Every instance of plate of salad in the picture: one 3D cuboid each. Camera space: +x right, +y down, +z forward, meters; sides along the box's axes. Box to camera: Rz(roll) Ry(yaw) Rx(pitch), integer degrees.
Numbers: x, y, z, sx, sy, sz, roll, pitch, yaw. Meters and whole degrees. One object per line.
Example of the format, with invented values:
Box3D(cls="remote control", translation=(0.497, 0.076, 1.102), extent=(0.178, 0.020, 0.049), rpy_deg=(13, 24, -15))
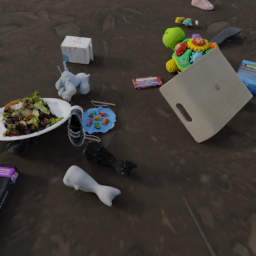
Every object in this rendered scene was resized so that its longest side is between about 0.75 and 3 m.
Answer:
Box3D(cls="plate of salad", translation=(-2.886, -0.432, 7.960), extent=(2.558, 0.614, 2.558), rpy_deg=(-4, 29, 2))

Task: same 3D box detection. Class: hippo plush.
Box3D(cls="hippo plush", translation=(-1.767, -1.465, 9.154), extent=(0.926, 0.918, 1.152), rpy_deg=(-11, 87, -40))

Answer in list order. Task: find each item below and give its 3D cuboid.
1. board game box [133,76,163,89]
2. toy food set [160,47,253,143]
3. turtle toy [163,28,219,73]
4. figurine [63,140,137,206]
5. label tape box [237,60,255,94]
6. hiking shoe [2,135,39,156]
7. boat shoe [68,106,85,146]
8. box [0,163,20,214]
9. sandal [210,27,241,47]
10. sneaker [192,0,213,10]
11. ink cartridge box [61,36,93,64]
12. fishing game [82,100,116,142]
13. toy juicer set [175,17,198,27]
Box3D(cls="board game box", translation=(0.672, -1.582, 9.681), extent=(0.953, 0.093, 0.490), rpy_deg=(-8, 49, -7))
Box3D(cls="toy food set", translation=(2.422, -1.085, 8.488), extent=(2.714, 0.820, 1.948), rpy_deg=(-38, 93, -30))
Box3D(cls="turtle toy", translation=(2.180, -2.698, 9.908), extent=(1.711, 1.187, 2.348), rpy_deg=(-36, 58, -27))
Box3D(cls="figurine", translation=(-0.668, 1.153, 7.038), extent=(1.385, 0.611, 1.420), rpy_deg=(23, 54, 15))
Box3D(cls="label tape box", translation=(4.223, -1.763, 9.632), extent=(0.901, 0.416, 1.257), rpy_deg=(21, 51, 18))
Box3D(cls="hiking shoe", translation=(-2.980, 0.186, 7.917), extent=(0.609, 0.458, 1.209), rpy_deg=(26, 55, 17))
Box3D(cls="boat shoe", translation=(-1.274, 0.043, 6.878), extent=(0.424, 1.181, 0.400), rpy_deg=(8, 37, -4))
Box3D(cls="box", translation=(-3.789, 1.813, 6.486), extent=(1.689, 0.426, 2.363), rpy_deg=(5, 48, 4))
Box3D(cls="sandal", translation=(3.922, -3.662, 11.371), extent=(1.522, 0.326, 0.579), rpy_deg=(-32, 49, -13))
Box3D(cls="sneaker", translation=(3.528, -5.953, 13.128), extent=(1.086, 0.568, 0.409), rpy_deg=(29, 53, 22))
Box3D(cls="ink cartridge box", translation=(-1.806, -2.884, 10.395), extent=(1.097, 0.705, 0.687), rpy_deg=(8, 49, 5))
Box3D(cls="fishing game", translation=(-0.920, -0.270, 8.466), extent=(1.136, 0.247, 1.586), rpy_deg=(12, 51, 14))
Box3D(cls="toy juicer set", translation=(2.634, -4.565, 12.163), extent=(1.040, 0.283, 0.662), rpy_deg=(25, 36, 24))
